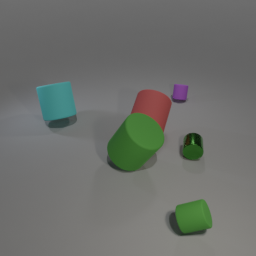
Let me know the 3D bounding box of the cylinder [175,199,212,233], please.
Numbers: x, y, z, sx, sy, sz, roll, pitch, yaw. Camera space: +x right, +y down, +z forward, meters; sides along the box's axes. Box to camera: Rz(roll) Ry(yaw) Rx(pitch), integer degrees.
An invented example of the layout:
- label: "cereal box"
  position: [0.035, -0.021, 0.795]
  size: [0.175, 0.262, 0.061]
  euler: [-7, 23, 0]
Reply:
- label: "cylinder"
  position: [1.629, 2.183, 6.930]
  size: [0.700, 0.700, 0.700]
  euler: [-21, 23, 23]

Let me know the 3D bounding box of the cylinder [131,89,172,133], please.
- label: "cylinder"
  position: [0.837, -0.531, 10.752]
  size: [1.400, 1.400, 1.400]
  euler: [12, 68, 19]

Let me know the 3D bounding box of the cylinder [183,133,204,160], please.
- label: "cylinder"
  position: [2.279, 0.638, 9.810]
  size: [0.700, 0.700, 0.700]
  euler: [6, 34, 9]

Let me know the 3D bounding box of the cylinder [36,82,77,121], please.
- label: "cylinder"
  position: [-2.973, -1.134, 11.713]
  size: [1.400, 1.400, 1.400]
  euler: [-10, 11, 2]

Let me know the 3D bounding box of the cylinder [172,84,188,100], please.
- label: "cylinder"
  position: [2.594, -1.785, 13.866]
  size: [0.700, 0.700, 0.700]
  euler: [5, 13, -1]

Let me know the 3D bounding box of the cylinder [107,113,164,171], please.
- label: "cylinder"
  position: [0.229, 0.463, 9.064]
  size: [1.400, 1.400, 1.400]
  euler: [19, 46, -20]
